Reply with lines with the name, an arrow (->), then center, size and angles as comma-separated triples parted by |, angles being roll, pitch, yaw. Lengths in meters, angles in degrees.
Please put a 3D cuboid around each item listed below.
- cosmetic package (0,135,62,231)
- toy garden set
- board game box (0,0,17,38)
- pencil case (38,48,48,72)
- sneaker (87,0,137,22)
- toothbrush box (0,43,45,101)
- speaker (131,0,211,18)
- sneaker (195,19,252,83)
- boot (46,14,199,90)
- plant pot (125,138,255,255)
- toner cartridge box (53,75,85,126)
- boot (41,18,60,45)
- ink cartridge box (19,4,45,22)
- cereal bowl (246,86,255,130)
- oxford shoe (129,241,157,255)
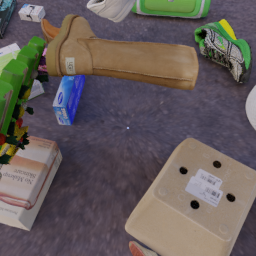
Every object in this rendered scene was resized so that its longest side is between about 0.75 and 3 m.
cosmetic package -> -2.506, 1.271, 6.810 | 1.050, 0.887, 2.032 | 11, 56, 7
toy garden set -> -1.869, 0.028, 4.587 | 0.582, 2.433, 2.919 | 20, 25, -17
board game box -> -5.448, -4.387, 11.005 | 1.612, 0.335, 2.383 | 0, 55, 0
pencil case -> -2.291, -2.275, 9.312 | 1.848, 0.765, 0.799 | 0, 52, 1
sneaker -> -0.084, -3.810, 6.875 | 1.186, 2.680, 1.008 | 1, 55, -39
toothbrush box -> -3.716, -1.649, 8.846 | 1.367, 0.808, 1.877 | -30, 62, -18
speaker -> 1.639, -5.006, 10.856 | 2.945, 1.302, 1.302 | 6, 56, 4
sneaker -> 3.140, -2.485, 9.378 | 1.263, 1.157, 2.966 | -16, 48, -2
boot -> -0.050, -1.198, 4.427 | 2.047, 0.677, 1.792 | 4, 42, 1
plant pot -> 1.456, 1.561, 5.940 | 2.271, 2.013, 2.274 | 29, 60, 19
toner cartridge box -> -1.729, -1.107, 8.426 | 0.411, 0.904, 1.903 | 6, 55, 5
boot -> -2.286, -3.398, 10.154 | 1.419, 0.676, 1.834 | -24, 71, -14
ink cartridge box -> -3.799, -4.562, 11.116 | 0.817, 0.342, 0.593 | 11, 56, 7
cereal bowl -> 4.927, -0.665, 7.997 | 2.725, 1.135, 2.725 | 0, 56, 1
oxford shoe -> 0.414, 2.817, 6.163 | 0.930, 0.329, 0.343 | 40, 40, 24
